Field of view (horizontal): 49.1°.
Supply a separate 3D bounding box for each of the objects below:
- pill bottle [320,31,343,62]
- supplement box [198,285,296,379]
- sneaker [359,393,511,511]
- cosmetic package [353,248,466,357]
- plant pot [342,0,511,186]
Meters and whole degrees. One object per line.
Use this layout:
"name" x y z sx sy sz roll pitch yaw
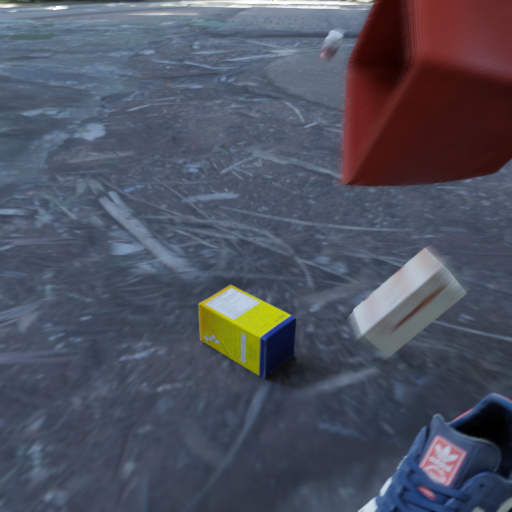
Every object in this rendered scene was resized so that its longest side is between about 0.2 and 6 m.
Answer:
"pill bottle" 1.469 -4.085 10.920 0.301 0.527 0.301 12 44 -12
"supplement box" -0.118 0.893 6.776 1.075 0.589 0.585 25 37 35
"sneaker" 1.357 1.944 4.456 2.547 1.076 0.955 -27 39 -37
"cosmetic package" 1.191 0.366 4.430 0.342 0.784 0.405 39 17 -19
"plant pot" 2.101 -1.929 6.083 1.747 1.982 1.980 9 63 -6
